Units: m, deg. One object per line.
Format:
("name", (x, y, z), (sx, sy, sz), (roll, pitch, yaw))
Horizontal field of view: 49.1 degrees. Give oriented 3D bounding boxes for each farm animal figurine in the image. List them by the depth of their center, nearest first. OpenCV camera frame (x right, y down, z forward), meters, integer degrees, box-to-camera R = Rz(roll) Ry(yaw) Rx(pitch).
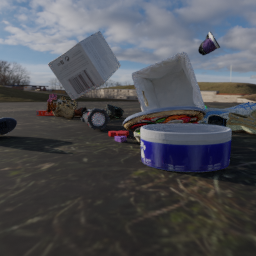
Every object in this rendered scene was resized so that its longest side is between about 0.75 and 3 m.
("farm animal figurine", (-3.888, -1.162, 16.433), (1.785, 1.112, 2.211), (5, 21, -9))

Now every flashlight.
("flashlight", (-1.407, -0.441, 11.897), (0.899, 0.903, 2.656), (30, -1, -13))

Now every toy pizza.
("toy pizza", (0.970, -0.115, 7.467), (2.220, 0.352, 2.220), (-6, -11, -1))

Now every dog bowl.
("dog bowl", (1.191, 0.346, 5.911), (1.855, 0.731, 1.855), (0, 7, 0))

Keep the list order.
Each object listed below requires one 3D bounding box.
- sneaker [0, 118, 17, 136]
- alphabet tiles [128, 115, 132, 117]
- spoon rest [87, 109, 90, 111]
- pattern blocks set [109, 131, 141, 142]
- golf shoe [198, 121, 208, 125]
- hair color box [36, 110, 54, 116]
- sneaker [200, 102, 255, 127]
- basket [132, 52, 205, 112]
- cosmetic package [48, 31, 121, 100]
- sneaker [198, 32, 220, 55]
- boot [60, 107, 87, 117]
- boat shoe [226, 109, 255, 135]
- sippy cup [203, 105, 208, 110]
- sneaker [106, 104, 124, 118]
("sneaker", (-4.120, -0.020, 8.976), (1.153, 0.607, 1.595), (-8, 9, 42))
("alphabet tiles", (1.121, -0.644, 16.401), (2.058, 0.150, 2.013), (-4, 7, -28))
("spoon rest", (-1.954, -0.736, 15.497), (0.926, 0.565, 1.864), (-4, 7, -28))
("pattern blocks set", (0.916, 0.235, 8.932), (2.780, 0.225, 2.444), (-2, 7, -15))
("golf shoe", (2.041, 0.010, 8.990), (1.367, 0.535, 0.665), (11, -2, -29))
("hair color box", (-5.425, -1.015, 18.570), (1.163, 0.356, 0.590), (-1, 8, -5))
("sneaker", (4.365, -0.443, 11.668), (2.630, 0.945, 0.953), (-8, 46, 10))
("basket", (1.883, -1.592, 12.259), (2.527, 2.504, 2.032), (-19, -3, 20))
("cosmetic package", (-1.882, -2.865, 12.731), (1.961, 1.963, 2.379), (-24, 20, 27))
("sneaker", (3.444, -3.653, 12.276), (0.852, 0.737, 1.947), (-32, 10, 23))
("boot", (-3.402, -0.954, 16.980), (1.873, 0.641, 1.763), (-1, 7, 1))
("boat shoe", (4.541, -0.224, 9.977), (0.821, 0.873, 2.292), (-6, 9, -41))
("sippy cup", (4.645, -0.976, 16.926), (0.757, 0.811, 1.032), (8, 39, -43))
("sneaker", (-0.767, -0.979, 16.284), (0.906, 0.862, 2.287), (2, 8, 4))
